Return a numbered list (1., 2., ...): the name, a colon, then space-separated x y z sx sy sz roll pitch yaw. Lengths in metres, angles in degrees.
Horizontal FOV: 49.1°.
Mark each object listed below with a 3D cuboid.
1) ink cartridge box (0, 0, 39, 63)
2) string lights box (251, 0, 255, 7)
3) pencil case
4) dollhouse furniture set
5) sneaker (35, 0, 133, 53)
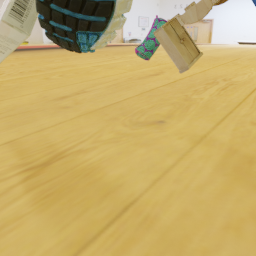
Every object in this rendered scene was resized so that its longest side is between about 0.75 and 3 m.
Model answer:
1. ink cartridge box: -2.587 -2.446 6.122 2.518 2.046 0.718 -10 -30 43
2. string lights box: 4.539 -3.329 7.967 1.247 0.716 2.427 -4 59 -14
3. pencil case: 0.636 -2.343 7.366 0.508 1.100 0.468 31 6 -21
4. dollhouse furniture set: 1.824 -2.195 5.345 1.234 1.054 2.381 -46 14 -34
5. sneaker: -0.318 -1.896 2.648 0.923 2.463 1.067 8 46 -13
